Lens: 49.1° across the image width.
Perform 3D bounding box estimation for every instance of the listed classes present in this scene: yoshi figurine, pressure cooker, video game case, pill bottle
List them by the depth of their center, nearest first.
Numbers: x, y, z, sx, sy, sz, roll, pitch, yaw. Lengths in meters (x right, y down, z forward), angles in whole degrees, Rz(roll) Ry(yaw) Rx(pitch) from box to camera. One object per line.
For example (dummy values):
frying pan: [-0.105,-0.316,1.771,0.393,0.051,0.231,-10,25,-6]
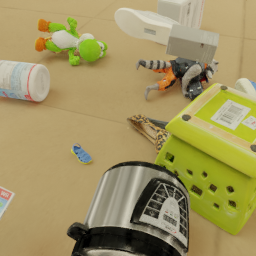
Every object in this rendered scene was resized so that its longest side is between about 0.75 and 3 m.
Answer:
video game case: [-2.489,1.414,4.652,0.748,0.091,1.046,25,69,1]
pressure cooker: [0.130,1.944,4.954,1.919,1.949,2.182,-2,40,19]
pill bottle: [-3.878,-1.619,9.386,2.235,1.215,1.215,8,43,10]
yoshi figurine: [-2.208,-3.375,11.134,2.823,1.587,1.581,11,65,-9]

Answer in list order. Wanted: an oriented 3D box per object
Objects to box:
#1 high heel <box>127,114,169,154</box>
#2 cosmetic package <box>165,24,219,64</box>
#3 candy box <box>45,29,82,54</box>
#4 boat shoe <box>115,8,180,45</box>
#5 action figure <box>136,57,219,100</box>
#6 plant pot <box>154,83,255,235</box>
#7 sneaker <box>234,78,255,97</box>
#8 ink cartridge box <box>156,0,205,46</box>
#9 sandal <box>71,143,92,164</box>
high heel: [0.485,0.187,7.762,1.277,0.640,1.792,11,28,4]
cosmetic package: [1.207,-1.591,5.313,0.911,0.487,0.411,12,60,7]
candy box: [-2.879,-3.889,12.517,0.891,0.431,1.527,33,53,30]
boat shoe: [0.734,-3.663,9.776,2.494,0.898,0.854,22,47,23]
action figure: [1.796,-1.762,9.457,2.706,1.463,2.797,-12,43,-1]
plant pot: [2.149,0.461,6.381,2.372,2.163,2.384,31,51,29]
sneaker: [4.369,-0.417,8.060,1.668,1.151,2.998,-11,47,-4]
ink cartridge box: [2.418,-5.132,12.760,1.120,1.930,2.674,25,48,26]
sandal: [-1.269,0.669,7.515,0.766,0.334,0.304,33,49,29]
